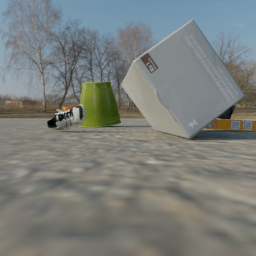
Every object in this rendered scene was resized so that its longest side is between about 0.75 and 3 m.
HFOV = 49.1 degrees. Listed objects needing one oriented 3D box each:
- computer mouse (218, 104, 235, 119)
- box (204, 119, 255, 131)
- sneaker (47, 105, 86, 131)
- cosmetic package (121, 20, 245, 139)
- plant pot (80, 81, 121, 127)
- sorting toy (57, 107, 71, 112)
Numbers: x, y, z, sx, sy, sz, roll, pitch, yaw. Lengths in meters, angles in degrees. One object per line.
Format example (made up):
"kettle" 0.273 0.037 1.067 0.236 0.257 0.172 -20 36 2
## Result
"computer mouse" 3.251 -0.515 9.282 1.074 0.744 0.283 6 13 -45
"box" 2.341 -0.093 6.766 1.336 0.277 0.796 5 3 9
"sneaker" -1.372 -0.194 6.180 1.083 0.410 0.475 -29 -23 36
"cosmetic package" 0.787 -0.753 5.384 1.250 1.480 2.771 -37 7 -5
"plant pot" -1.018 -0.860 9.606 1.507 1.451 1.507 -3 10 0
"sorting toy" -2.324 -0.704 12.724 1.410 0.341 2.504 -1 20 -44
